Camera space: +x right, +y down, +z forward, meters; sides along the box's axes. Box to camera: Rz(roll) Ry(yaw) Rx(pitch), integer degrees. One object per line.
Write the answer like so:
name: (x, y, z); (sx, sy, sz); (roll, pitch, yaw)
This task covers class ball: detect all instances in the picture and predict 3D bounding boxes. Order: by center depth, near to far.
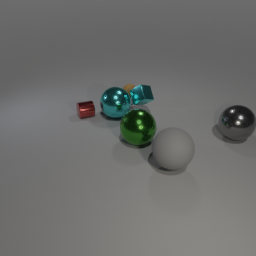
ball: (1.485, 0.673, 9.213); (1.400, 1.400, 1.400); (0, 32, 0)
ball: (0.387, -0.032, 10.679); (1.400, 1.400, 1.400); (0, 32, 0)
ball: (4.262, -0.204, 10.949); (1.400, 1.400, 1.400); (0, 32, 0)
ball: (-0.553, -1.134, 12.466); (1.400, 1.400, 1.400); (0, 32, 0)
ball: (0.078, -1.752, 13.346); (0.700, 0.700, 0.700); (0, 32, 0)

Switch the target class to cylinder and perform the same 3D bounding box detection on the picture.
cylinder: (-1.912, -0.847, 12.682); (0.700, 0.700, 0.700); (-12, 33, -20)

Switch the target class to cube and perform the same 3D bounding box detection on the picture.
cube: (0.611, -1.450, 12.394); (0.700, 0.700, 0.700); (-23, -13, 40)
